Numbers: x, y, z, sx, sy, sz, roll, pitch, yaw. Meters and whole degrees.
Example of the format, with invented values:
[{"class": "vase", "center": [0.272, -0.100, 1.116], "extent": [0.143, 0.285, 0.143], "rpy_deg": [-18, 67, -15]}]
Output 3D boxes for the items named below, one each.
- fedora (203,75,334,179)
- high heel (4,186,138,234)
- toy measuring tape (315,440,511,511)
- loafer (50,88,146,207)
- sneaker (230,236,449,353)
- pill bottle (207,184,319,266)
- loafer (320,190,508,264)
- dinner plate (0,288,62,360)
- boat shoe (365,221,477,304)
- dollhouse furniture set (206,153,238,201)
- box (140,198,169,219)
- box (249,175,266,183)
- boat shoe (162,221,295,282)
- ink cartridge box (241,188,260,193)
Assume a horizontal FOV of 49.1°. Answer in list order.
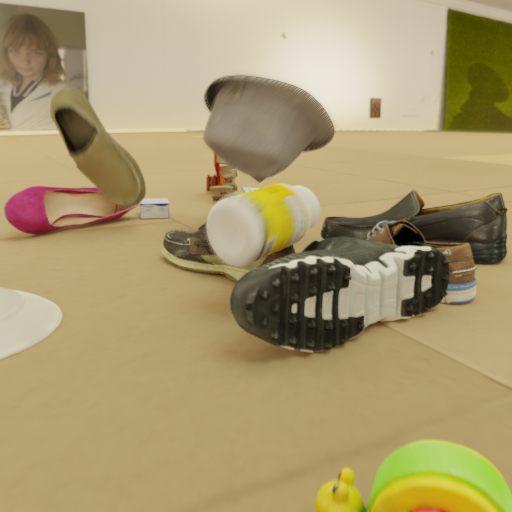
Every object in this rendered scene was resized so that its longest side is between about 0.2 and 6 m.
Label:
[{"class": "fedora", "center": [0.016, -1.969, 9.217], "extent": [2.303, 1.040, 2.037], "rpy_deg": [17, -15, 29]}, {"class": "high heel", "center": [-3.365, -0.901, 10.462], "extent": [1.262, 0.886, 2.632], "rpy_deg": [-6, 0, 20]}, {"class": "toy measuring tape", "center": [1.294, 1.353, 2.696], "extent": [2.064, 0.759, 0.759], "rpy_deg": [6, 17, 20]}, {"class": "loafer", "center": [-2.817, -1.774, 9.725], "extent": [0.881, 2.316, 0.781], "rpy_deg": [-32, 19, 15]}, {"class": "sneaker", "center": [0.756, 0.325, 6.069], "extent": [2.863, 0.951, 1.295], "rpy_deg": [-7, 14, -37]}, {"class": "pill bottle", "center": [0.130, -0.403, 6.285], "extent": [0.732, 0.732, 1.303], "rpy_deg": [12, 23, 37]}, {"class": "loafer", "center": [2.446, -0.547, 8.851], "extent": [2.855, 1.032, 1.039], "rpy_deg": [3, 17, 13]}, {"class": "dinner plate", "center": [-3.284, 0.681, 5.962], "extent": [2.299, 0.279, 2.299], "rpy_deg": [1, 17, 0]}, {"class": "boat shoe", "center": [1.873, -0.050, 7.473], "extent": [2.262, 0.819, 0.817], "rpy_deg": [15, 21, 42]}, {"class": "dollhouse furniture set", "center": [-0.921, -2.090, 13.811], "extent": [0.824, 1.600, 1.582], "rpy_deg": [-2, -18, 2]}, {"class": "box", "center": [-2.131, -0.992, 11.734], "extent": [0.592, 0.338, 0.644], "rpy_deg": [-2, 15, -10]}, {"class": "box", "center": [0.167, -2.156, 10.905], "extent": [1.058, 0.964, 0.551], "rpy_deg": [-39, 46, -8]}, {"class": "boat shoe", "center": [-0.399, -0.180, 7.890], "extent": [0.912, 0.839, 2.553], "rpy_deg": [-16, 22, -42]}, {"class": "ink cartridge box", "center": [0.368, -1.397, 13.302], "extent": [1.330, 0.312, 1.314], "rpy_deg": [-4, 18, -7]}]
